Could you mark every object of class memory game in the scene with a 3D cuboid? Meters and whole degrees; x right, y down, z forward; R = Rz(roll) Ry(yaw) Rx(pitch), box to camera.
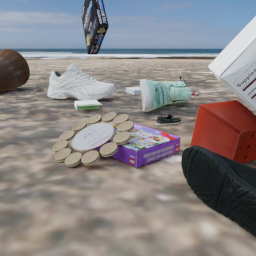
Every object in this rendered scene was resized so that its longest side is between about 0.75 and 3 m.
[{"bbox_3d":[-0.680,0.182,5.553,1.709,0.109,1.709,-15,31,9],"label":"memory game"}]

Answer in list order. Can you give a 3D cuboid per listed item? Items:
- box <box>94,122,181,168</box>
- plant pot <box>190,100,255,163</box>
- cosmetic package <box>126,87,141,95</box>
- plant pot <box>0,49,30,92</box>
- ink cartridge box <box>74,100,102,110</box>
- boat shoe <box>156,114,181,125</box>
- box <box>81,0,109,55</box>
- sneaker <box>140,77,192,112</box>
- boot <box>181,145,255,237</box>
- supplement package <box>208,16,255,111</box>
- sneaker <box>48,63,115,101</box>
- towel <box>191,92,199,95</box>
[{"bbox_3d":[0.013,0.260,5.905,1.236,0.353,1.806,-14,21,-39],"label":"box"},{"bbox_3d":[1.936,0.148,5.319,1.038,1.037,0.915,-8,29,-27],"label":"plant pot"},{"bbox_3d":[0.405,-1.693,12.752,0.708,0.243,0.940,-9,18,-21],"label":"cosmetic package"},{"bbox_3d":[-5.970,-2.496,13.089,1.937,1.937,2.073,3,29,9],"label":"plant pot"},{"bbox_3d":[-1.356,-0.752,9.520,0.788,0.260,1.083,-5,17,-17],"label":"ink cartridge box"},{"bbox_3d":[1.145,-0.252,7.816,0.797,0.264,0.298,-5,17,-18],"label":"boat shoe"},{"bbox_3d":[-1.006,-3.137,8.161,0.361,1.440,1.451,-8,-15,-21],"label":"box"},{"bbox_3d":[1.333,-1.234,9.627,1.666,1.040,2.825,-3,13,12],"label":"sneaker"},{"bbox_3d":[1.900,0.703,3.770,1.599,0.722,1.951,-12,27,-28],"label":"boot"},{"bbox_3d":[3.070,-0.851,4.937,2.566,1.887,2.454,42,20,-1],"label":"supplement package"},{"bbox_3d":[-1.907,-1.825,11.108,2.848,1.415,1.110,3,17,9],"label":"sneaker"},{"bbox_3d":[2.749,-1.561,12.598,0.802,0.091,0.578,8,16,19],"label":"towel"}]
